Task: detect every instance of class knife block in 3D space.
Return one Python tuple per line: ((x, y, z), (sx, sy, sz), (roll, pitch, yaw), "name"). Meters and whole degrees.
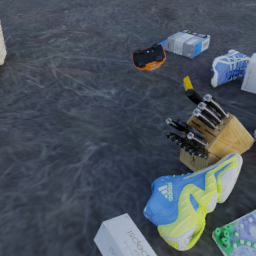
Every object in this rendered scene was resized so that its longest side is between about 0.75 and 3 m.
((2.113, -0.104, 6.650), (2.774, 2.435, 0.888), (-25, 46, -28), "knife block")

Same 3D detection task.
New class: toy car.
((1.222, -1.940, 10.258), (1.262, 0.856, 2.574), (-33, 66, 2), "toy car")

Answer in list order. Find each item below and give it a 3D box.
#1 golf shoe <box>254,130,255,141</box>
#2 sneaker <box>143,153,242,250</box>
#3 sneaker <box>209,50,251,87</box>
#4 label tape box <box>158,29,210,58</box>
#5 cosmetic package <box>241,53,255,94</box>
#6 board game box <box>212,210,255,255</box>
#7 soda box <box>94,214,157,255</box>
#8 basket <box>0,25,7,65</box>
((4.602, -0.442, 7.899), (1.146, 1.423, 2.928), (33, 51, 31), "golf shoe")
((1.386, 1.227, 6.130), (1.434, 1.034, 2.729), (28, 48, 30), "sneaker")
((3.838, -2.251, 10.440), (1.010, 0.992, 2.621), (24, 46, 32), "sneaker")
((2.480, -3.975, 12.833), (2.034, 0.672, 1.457), (30, 48, 29), "label tape box")
((5.246, -1.656, 9.572), (2.298, 1.165, 0.819), (20, 44, 24), "cosmetic package")
((2.991, 2.293, 5.025), (2.109, 0.273, 2.109), (-24, 43, -7), "board game box")
((0.148, 2.379, 4.772), (0.601, 0.562, 1.764), (-4, 39, -41), "soda box")
((-6.209, -3.541, 10.766), (2.658, 2.137, 2.634), (-13, 27, -14), "basket")
